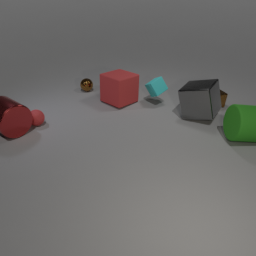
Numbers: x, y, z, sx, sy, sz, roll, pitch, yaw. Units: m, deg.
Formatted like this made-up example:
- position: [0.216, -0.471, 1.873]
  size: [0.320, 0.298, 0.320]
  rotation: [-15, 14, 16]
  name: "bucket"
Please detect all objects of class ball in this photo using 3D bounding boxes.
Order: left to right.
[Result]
- position: [-3.938, -0.445, 12.016]
  size: [0.700, 0.700, 0.700]
  rotation: [0, 31, 0]
  name: "ball"
- position: [-2.242, -2.344, 15.190]
  size: [0.700, 0.700, 0.700]
  rotation: [0, 31, 0]
  name: "ball"

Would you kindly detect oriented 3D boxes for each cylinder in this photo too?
- position: [-4.858, -0.459, 11.357]
  size: [1.400, 1.400, 1.400]
  rotation: [24, 38, 34]
  name: "cylinder"
- position: [4.610, -0.173, 10.719]
  size: [1.400, 1.400, 1.400]
  rotation: [3, 30, -8]
  name: "cylinder"

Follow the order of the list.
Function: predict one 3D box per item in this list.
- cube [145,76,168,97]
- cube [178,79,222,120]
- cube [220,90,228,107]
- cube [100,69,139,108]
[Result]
- position: [1.378, -1.995, 13.600]
  size: [0.700, 0.700, 0.700]
  rotation: [-36, 14, -16]
  name: "cube"
- position: [3.209, -1.264, 12.423]
  size: [1.400, 1.400, 1.400]
  rotation: [2, 27, 34]
  name: "cube"
- position: [4.267, -1.433, 13.580]
  size: [0.700, 0.700, 0.700]
  rotation: [-11, 35, -23]
  name: "cube"
- position: [-0.423, -1.985, 13.830]
  size: [1.400, 1.400, 1.400]
  rotation: [25, 35, 37]
  name: "cube"
